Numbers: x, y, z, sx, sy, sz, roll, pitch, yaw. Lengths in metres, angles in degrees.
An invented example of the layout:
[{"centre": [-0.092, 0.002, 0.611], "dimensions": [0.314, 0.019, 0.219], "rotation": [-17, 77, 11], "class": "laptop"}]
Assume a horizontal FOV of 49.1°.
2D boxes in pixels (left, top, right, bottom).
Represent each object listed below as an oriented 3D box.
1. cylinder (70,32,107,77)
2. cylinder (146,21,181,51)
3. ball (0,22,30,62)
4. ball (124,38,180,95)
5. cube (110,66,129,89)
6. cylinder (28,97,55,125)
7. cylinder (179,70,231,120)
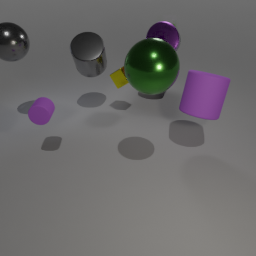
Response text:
[{"centre": [-1.638, -3.079, 11.883], "dimensions": [1.400, 1.400, 1.400], "rotation": [0, 73, 0], "class": "cylinder"}, {"centre": [1.587, -3.892, 12.390], "dimensions": [1.400, 1.400, 1.400], "rotation": [7, 15, 11], "class": "cylinder"}, {"centre": [-4.370, -3.166, 10.349], "dimensions": [1.400, 1.400, 1.400], "rotation": [0, 30, 0], "class": "ball"}, {"centre": [0.602, -1.547, 7.091], "dimensions": [1.400, 1.400, 1.400], "rotation": [0, 30, 0], "class": "ball"}, {"centre": [-0.220, -2.231, 12.093], "dimensions": [0.700, 0.700, 0.700], "rotation": [-23, 14, 39], "class": "cube"}, {"centre": [-2.799, -0.555, 9.098], "dimensions": [0.700, 0.700, 0.700], "rotation": [0, 29, -1], "class": "cylinder"}, {"centre": [2.580, -1.142, 9.524], "dimensions": [1.400, 1.400, 1.400], "rotation": [11, 17, -3], "class": "cylinder"}]
